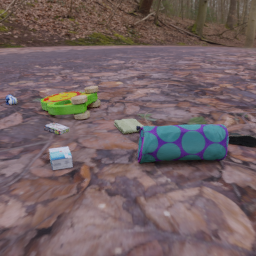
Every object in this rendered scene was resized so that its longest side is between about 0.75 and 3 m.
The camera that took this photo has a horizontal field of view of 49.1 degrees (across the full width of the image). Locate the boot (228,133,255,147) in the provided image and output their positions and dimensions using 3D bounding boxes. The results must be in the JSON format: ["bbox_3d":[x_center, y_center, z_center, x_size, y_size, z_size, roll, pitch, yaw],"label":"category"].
[{"bbox_3d":[3.882,0.327,9.424,0.998,0.387,0.691,10,18,22],"label":"boot"}]

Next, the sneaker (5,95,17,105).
[{"bbox_3d":[-5.903,-1.397,13.915,0.429,0.386,1.043,-21,28,-39],"label":"sneaker"}]

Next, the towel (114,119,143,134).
[{"bbox_3d":[0.032,-0.099,10.695,0.939,0.231,1.266,-8,22,-17],"label":"towel"}]

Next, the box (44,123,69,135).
[{"bbox_3d":[-2.673,0.022,10.477,0.899,0.156,0.494,16,26,36],"label":"box"}]

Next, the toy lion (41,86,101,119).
[{"bbox_3d":[-2.802,-1.186,12.852,2.724,0.976,2.842,-3,20,11],"label":"toy lion"}]

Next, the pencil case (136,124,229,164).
[{"bbox_3d":[1.527,0.442,8.045,2.556,1.088,1.181,-1,-15,-5],"label":"pencil case"}]

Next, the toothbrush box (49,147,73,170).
[{"bbox_3d":[-1.931,0.857,8.038,0.571,0.332,0.780,-6,20,-17],"label":"toothbrush box"}]
